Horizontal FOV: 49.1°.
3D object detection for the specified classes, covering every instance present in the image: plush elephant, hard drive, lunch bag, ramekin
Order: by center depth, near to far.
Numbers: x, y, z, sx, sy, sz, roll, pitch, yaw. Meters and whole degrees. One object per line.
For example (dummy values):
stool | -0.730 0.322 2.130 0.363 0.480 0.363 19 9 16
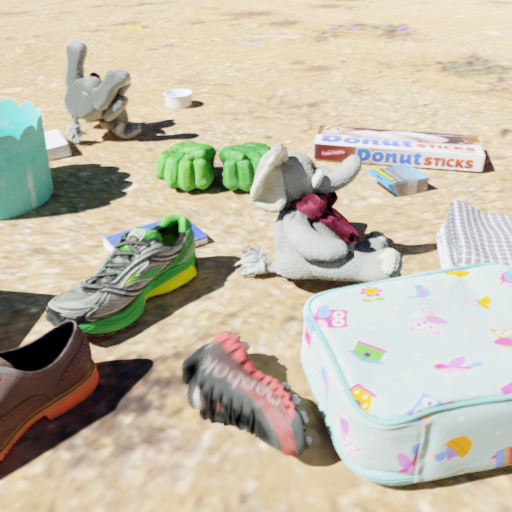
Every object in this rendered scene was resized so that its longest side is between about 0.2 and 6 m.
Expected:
lunch bag | 1.937 1.052 5.793 2.768 1.067 2.220 -7 30 -12
plush elephant | 0.786 -0.647 7.626 2.290 1.773 1.886 -1 10 14
hard drive | -1.568 -0.245 8.704 1.347 0.171 0.889 -20 37 -29
plush elephant | -3.399 -3.464 12.655 1.726 2.096 1.623 28 18 18
ramekin | -2.039 -4.116 14.712 0.737 0.359 0.737 0 33 0

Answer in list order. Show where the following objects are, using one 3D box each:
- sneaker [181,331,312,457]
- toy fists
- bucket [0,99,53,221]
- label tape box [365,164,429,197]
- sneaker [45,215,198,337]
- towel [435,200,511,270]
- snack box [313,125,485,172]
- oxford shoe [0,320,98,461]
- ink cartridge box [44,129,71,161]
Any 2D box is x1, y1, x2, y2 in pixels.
sneaker | -0.183 1.440 5.595 0.861 0.623 1.762 -19 35 -27
toy fists | -0.710 -1.702 10.459 2.336 0.803 1.191 1 33 0
bucket | -4.707 -1.676 9.750 2.306 1.500 2.306 0 32 0
label tape box | 2.588 -1.393 10.411 0.968 0.306 0.698 -12 34 -18
sneaker | -1.716 0.168 7.235 0.937 1.023 2.402 20 37 27
towel | 3.408 -0.065 7.849 1.501 0.776 1.813 6 32 8
snack box | 2.919 -2.263 11.695 3.353 0.408 1.206 6 33 10
oxford shoe | -2.624 1.428 5.378 0.845 0.861 2.374 20 37 29
ink cartridge box | -4.695 -2.247 11.849 1.300 0.307 1.041 -21 38 -20
